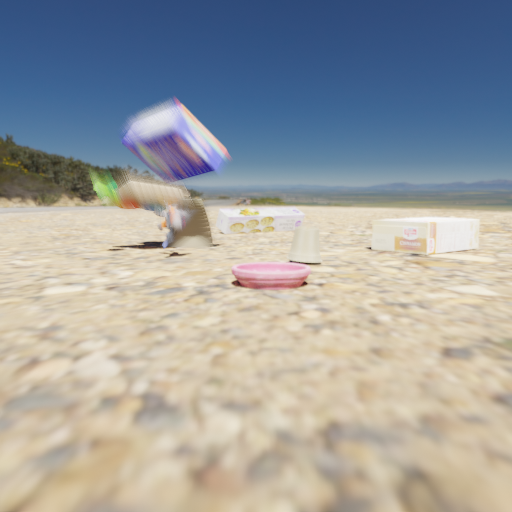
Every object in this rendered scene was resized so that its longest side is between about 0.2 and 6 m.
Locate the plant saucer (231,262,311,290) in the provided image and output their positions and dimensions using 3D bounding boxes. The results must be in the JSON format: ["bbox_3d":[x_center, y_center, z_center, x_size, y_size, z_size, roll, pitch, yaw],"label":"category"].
[{"bbox_3d":[0.188,0.256,7.072,1.000,0.254,1.000,1,6,0],"label":"plant saucer"}]

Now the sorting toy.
[{"bbox_3d":[-2.415,-1.121,10.939,1.882,0.277,1.391,4,-12,-39],"label":"sorting toy"}]

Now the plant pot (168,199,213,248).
[{"bbox_3d":[-1.435,-0.722,12.274,0.976,1.042,0.976,0,7,0],"label":"plant pot"}]

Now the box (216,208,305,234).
[{"bbox_3d":[0.165,-1.067,16.745,2.900,0.601,0.561,-4,31,-38],"label":"box"}]

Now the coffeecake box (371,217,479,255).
[{"bbox_3d":[3.460,-0.438,11.451,1.771,0.647,1.359,-5,8,-38],"label":"coffeecake box"}]

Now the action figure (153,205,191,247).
[{"bbox_3d":[-1.569,-0.587,9.961,0.423,0.809,0.782,39,-14,-29],"label":"action figure"}]

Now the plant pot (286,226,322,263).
[{"bbox_3d":[0.816,-0.199,9.244,0.594,0.544,0.594,4,8,-1],"label":"plant pot"}]

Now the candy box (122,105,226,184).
[{"bbox_3d":[-1.580,-2.095,10.733,1.531,0.590,1.294,-4,-37,43],"label":"candy box"}]
